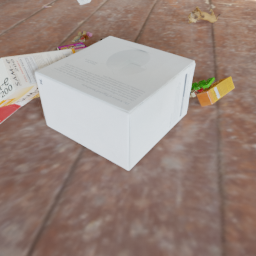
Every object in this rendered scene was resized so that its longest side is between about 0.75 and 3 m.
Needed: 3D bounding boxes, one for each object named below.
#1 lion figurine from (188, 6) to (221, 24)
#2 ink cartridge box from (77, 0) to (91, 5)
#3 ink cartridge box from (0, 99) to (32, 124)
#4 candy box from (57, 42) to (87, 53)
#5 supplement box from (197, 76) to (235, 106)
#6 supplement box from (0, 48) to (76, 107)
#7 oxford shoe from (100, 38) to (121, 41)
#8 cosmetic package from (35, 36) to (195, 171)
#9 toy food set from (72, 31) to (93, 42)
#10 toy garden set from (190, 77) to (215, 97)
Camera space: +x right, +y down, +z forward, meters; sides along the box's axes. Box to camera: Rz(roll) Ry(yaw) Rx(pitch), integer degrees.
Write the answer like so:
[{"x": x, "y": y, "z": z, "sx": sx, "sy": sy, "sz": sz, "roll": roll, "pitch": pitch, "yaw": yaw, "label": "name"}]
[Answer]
[{"x": 3.758, "y": -5.441, "z": 13.672, "sx": 1.686, "sy": 0.611, "sz": 1.033, "roll": 5, "pitch": 43, "yaw": 2, "label": "lion figurine"}, {"x": -1.410, "y": -4.363, "z": 8.434, "sx": 0.431, "sy": 0.986, "sz": 0.716, "roll": 4, "pitch": 55, "yaw": 35, "label": "ink cartridge box"}, {"x": -4.103, "y": -1.107, "z": 8.477, "sx": 2.287, "sy": 0.511, "sz": 2.015, "roll": 16, "pitch": 41, "yaw": 18, "label": "ink cartridge box"}, {"x": -1.865, "y": -2.598, "z": 10.311, "sx": 1.028, "sy": 0.460, "sz": 1.507, "roll": -19, "pitch": 43, "yaw": -21, "label": "candy box"}, {"x": 2.666, "y": -1.112, "z": 8.430, "sx": 1.302, "sy": 0.448, "sz": 0.433, "roll": -34, "pitch": 13, "yaw": -32, "label": "supplement box"}, {"x": -2.524, "y": -1.365, "z": 7.602, "sx": 1.456, "sy": 0.849, "sz": 2.310, "roll": -21, "pitch": 4, "yaw": 42, "label": "supplement box"}, {"x": -0.134, "y": -2.879, "z": 10.426, "sx": 2.066, "sy": 0.749, "sz": 0.735, "roll": 9, "pitch": 40, "yaw": 11, "label": "oxford shoe"}, {"x": -0.259, "y": -0.841, "z": 7.175, "sx": 2.790, "sy": 1.721, "sz": 2.799, "roll": 26, "pitch": 44, "yaw": 28, "label": "cosmetic package"}, {"x": -1.949, "y": -4.055, "z": 12.305, "sx": 0.717, "sy": 0.178, "sz": 1.128, "roll": 8, "pitch": 40, "yaw": 10, "label": "toy food set"}, {"x": 1.949, "y": -1.083, "z": 8.330, "sx": 1.084, "sy": 0.216, "sz": 0.904, "roll": -11, "pitch": 27, "yaw": 47, "label": "toy garden set"}]
